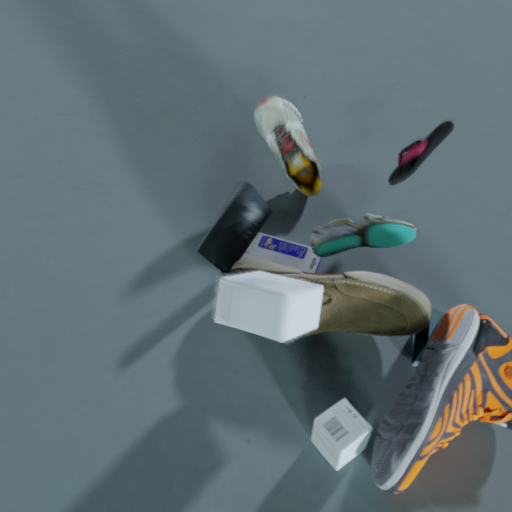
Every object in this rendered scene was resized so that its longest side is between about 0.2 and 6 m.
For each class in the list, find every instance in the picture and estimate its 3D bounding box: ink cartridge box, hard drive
[{"bbox_3d":[0.426,0.056,10.433,1.571,0.308,0.781,16,53,15],"label":"ink cartridge box"},{"bbox_3d":[-0.356,-0.449,9.833,0.239,1.015,1.454,27,80,32],"label":"hard drive"}]

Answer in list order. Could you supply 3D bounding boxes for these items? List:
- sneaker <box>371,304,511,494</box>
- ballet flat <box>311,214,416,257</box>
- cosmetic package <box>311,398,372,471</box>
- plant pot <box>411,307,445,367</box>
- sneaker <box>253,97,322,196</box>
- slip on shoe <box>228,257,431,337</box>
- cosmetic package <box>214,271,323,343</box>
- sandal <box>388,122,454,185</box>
[{"bbox_3d":[2.934,2.283,7.945,1.646,1.140,2.938,35,79,-6],"label":"sneaker"},{"bbox_3d":[1.835,-0.451,9.806,1.854,0.667,0.667,-9,50,-4],"label":"ballet flat"},{"bbox_3d":[1.204,2.552,8.002,0.590,0.715,0.589,-29,55,-23],"label":"cosmetic package"},{"bbox_3d":[3.020,1.400,9.031,0.763,0.749,0.747,16,50,2],"label":"plant pot"},{"bbox_3d":[0.735,-2.136,11.018,0.868,2.229,0.916,-31,30,12],"label":"sneaker"},{"bbox_3d":[1.036,0.860,9.079,3.384,1.287,1.025,12,46,15],"label":"slip on shoe"},{"bbox_3d":[0.205,0.688,8.090,1.134,0.697,1.131,14,10,29],"label":"cosmetic package"},{"bbox_3d":[2.980,-1.970,10.420,1.565,0.353,0.588,-47,21,7],"label":"sandal"}]
